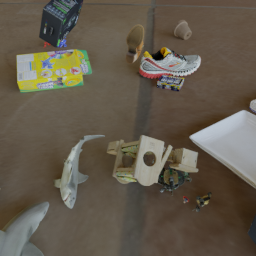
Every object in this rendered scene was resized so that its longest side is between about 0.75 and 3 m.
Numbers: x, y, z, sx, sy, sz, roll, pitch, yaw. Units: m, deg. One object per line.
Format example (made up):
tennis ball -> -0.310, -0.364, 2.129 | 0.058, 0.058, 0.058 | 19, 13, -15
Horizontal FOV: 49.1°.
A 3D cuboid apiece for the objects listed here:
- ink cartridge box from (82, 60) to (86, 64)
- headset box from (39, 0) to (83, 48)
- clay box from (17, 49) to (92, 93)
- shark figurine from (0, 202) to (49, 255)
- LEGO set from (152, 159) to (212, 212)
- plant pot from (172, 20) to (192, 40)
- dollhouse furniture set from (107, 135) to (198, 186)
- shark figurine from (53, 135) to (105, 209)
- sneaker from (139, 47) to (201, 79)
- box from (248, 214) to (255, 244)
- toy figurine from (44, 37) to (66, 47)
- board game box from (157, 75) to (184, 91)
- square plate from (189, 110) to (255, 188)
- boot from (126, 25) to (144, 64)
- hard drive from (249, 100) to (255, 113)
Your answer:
ink cartridge box -> -2.240, -2.715, 12.146 | 0.814, 0.342, 0.592 | -16, 40, -20
headset box -> -1.673, -2.705, 6.904 | 0.526, 0.988, 1.134 | 31, 56, -7
clay box -> -2.888, -2.295, 11.043 | 2.754, 0.656, 1.582 | -8, 54, -13
shark figurine -> -2.027, 2.324, 4.819 | 1.607, 1.122, 2.689 | -14, 37, -16
LEGO set -> 1.177, 1.380, 6.727 | 1.045, 0.456, 1.610 | -20, 54, -21
plant pot -> 3.005, -5.246, 15.187 | 0.930, 0.930, 0.811 | -21, 58, -26
dollhouse furniture set -> 0.499, 0.986, 7.027 | 1.648, 1.863, 1.036 | 18, 75, -23
shark figurine -> -1.195, 0.970, 6.824 | 0.749, 1.795, 1.072 | 22, -12, -35
sneaker -> 1.805, -2.752, 11.571 | 2.659, 1.092, 1.035 | -10, 38, -14
box -> 3.491, 1.749, 5.291 | 1.874, 1.391, 1.003 | -11, 38, -15
toy figurine -> -3.545, -4.457, 14.470 | 0.907, 0.799, 1.514 | 33, 43, -4
board game box -> 1.659, -1.769, 10.959 | 0.908, 0.257, 0.750 | 14, 37, 18
square plate -> 3.444, 0.542, 7.777 | 2.529, 0.360, 2.505 | -22, 42, -27
boot -> 0.336, -2.872, 9.211 | 0.519, 1.355, 1.052 | 18, 42, 10
hard drive -> 5.901, -0.761, 9.501 | 2.911, 0.369, 1.921 | -20, 41, -24
